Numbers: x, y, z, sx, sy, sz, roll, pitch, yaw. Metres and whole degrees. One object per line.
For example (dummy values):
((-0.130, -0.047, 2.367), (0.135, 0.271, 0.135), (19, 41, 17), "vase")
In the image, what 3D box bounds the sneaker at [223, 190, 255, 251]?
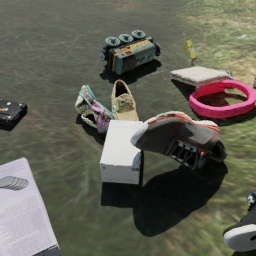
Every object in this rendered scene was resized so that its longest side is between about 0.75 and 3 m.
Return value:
((2.621, 1.848, 5.868), (1.899, 0.694, 1.062), (-4, 36, -17), "sneaker")

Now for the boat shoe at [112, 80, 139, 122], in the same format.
((-0.148, -0.734, 8.864), (0.800, 0.721, 2.219), (-5, 40, -6), "boat shoe")

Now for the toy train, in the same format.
((0.137, -3.134, 11.582), (2.650, 1.129, 1.510), (-27, 59, -31), "toy train")

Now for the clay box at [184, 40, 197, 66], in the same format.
((1.975, -2.422, 8.893), (0.182, 0.439, 0.764), (-11, 70, -2), "clay box")

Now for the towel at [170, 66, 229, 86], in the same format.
((2.527, -1.882, 10.207), (1.300, 0.338, 1.962), (-15, 24, -15), "towel")

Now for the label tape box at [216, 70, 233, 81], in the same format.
((3.626, -2.022, 10.761), (0.663, 0.291, 0.919), (6, 40, 7), "label tape box")

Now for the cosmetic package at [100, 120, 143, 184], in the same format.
((-0.115, 0.576, 7.321), (0.971, 0.698, 1.721), (4, 41, 6), "cosmetic package")

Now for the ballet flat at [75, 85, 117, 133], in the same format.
((-1.164, -0.606, 8.802), (0.804, 0.781, 2.258), (-35, 48, -7), "ballet flat")

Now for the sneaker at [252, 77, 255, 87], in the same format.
((5.238, -1.802, 10.342), (1.184, 0.501, 0.431), (-6, 38, -10), "sneaker")

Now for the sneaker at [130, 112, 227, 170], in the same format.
((1.427, 0.400, 6.798), (2.862, 1.103, 1.172), (1, 49, -32), "sneaker")

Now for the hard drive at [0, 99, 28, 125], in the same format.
((-4.051, -0.539, 9.002), (1.333, 0.252, 0.931), (10, 41, 11), "hard drive")

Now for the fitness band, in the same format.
((3.194, -1.014, 9.441), (2.258, 0.423, 1.622), (-14, 41, -15), "fitness band")

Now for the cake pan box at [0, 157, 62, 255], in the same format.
((-3.034, 2.044, 5.533), (2.801, 0.733, 2.579), (-20, 42, -23), "cake pan box")
